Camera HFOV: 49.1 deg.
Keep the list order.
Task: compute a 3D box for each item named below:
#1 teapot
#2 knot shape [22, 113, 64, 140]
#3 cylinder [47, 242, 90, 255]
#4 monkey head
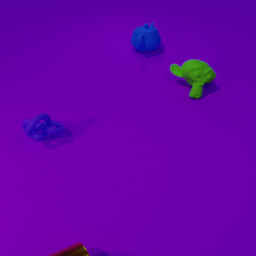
[{"bbox_3d":[0.697,-3.477,10.542,1.141,0.899,1.835,10,36,17],"label":"teapot"},{"bbox_3d":[-2.282,-0.040,7.277,1.109,1.038,0.512,-8,77,0],"label":"knot shape"},{"bbox_3d":[-1.115,2.619,4.974,0.865,0.865,0.865,-14,48,-30],"label":"cylinder"},{"bbox_3d":[2.162,-1.579,8.988,1.623,1.168,0.978,9,15,-17],"label":"monkey head"}]
